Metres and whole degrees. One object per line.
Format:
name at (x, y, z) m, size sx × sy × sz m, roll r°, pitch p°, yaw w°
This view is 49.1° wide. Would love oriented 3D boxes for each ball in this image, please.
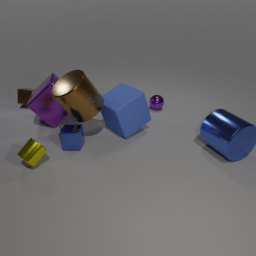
ball at (1.341, -1.205, 13.053) m, size 0.700 × 0.700 × 0.700 m, roll 0°, pitch 29°, yaw 0°

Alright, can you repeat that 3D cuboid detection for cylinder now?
cylinder at (-1.820, -1.155, 10.227) m, size 1.400 × 1.400 × 1.400 m, roll -20°, pitch 43°, yaw 20°
cylinder at (-3.141, 0.787, 9.179) m, size 0.700 × 0.700 × 0.700 m, roll 25°, pitch 71°, yaw 37°
cylinder at (3.497, 0.218, 9.792) m, size 1.400 × 1.400 × 1.400 m, roll -14°, pitch 32°, yaw -23°

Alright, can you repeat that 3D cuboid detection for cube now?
cube at (-0.153, -0.714, 11.072) m, size 1.400 × 1.400 × 1.400 m, roll -37°, pitch 41°, yaw -21°
cube at (-2.035, 0.328, 10.227) m, size 0.700 × 0.700 × 0.700 m, roll -2°, pitch 26°, yaw 8°
cube at (-4.764, -1.505, 13.309) m, size 0.700 × 0.700 × 0.700 m, roll 6°, pitch 12°, yaw 5°
cube at (-3.138, -1.174, 11.703) m, size 1.400 × 1.400 × 1.400 m, roll -40°, pitch 28°, yaw 11°
